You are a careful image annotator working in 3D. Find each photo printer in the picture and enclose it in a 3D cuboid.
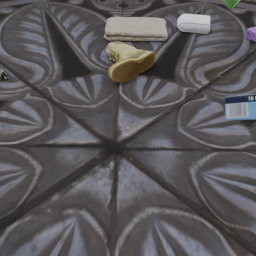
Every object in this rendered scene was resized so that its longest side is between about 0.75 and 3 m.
[{"bbox_3d":[2.773,-4.442,11.873,1.358,0.472,1.130,9,42,10],"label":"photo printer"}]

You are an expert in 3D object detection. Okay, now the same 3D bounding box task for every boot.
[{"bbox_3d":[-0.260,-2.246,9.202,1.532,0.717,1.971,31,49,30],"label":"boot"}]

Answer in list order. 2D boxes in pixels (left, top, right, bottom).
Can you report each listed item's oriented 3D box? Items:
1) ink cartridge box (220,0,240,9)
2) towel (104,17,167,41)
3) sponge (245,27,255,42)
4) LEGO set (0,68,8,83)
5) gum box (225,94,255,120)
[{"bbox_3d":[2.769,-4.466,7.159,1.716,2.358,0.991,44,86,1],"label":"ink cartridge box"},{"bbox_3d":[0.324,-4.044,11.479,2.548,0.439,1.688,2,43,2],"label":"towel"},{"bbox_3d":[5.976,-3.345,10.701,1.425,0.381,2.555,-22,46,-23],"label":"sponge"},{"bbox_3d":[-4.204,-1.583,8.737,0.791,0.345,1.218,-10,42,-12],"label":"LEGO set"},{"bbox_3d":[2.030,-0.271,3.494,1.170,0.307,1.377,-2,1,39],"label":"gum box"}]
